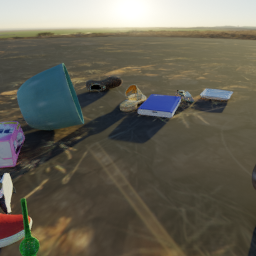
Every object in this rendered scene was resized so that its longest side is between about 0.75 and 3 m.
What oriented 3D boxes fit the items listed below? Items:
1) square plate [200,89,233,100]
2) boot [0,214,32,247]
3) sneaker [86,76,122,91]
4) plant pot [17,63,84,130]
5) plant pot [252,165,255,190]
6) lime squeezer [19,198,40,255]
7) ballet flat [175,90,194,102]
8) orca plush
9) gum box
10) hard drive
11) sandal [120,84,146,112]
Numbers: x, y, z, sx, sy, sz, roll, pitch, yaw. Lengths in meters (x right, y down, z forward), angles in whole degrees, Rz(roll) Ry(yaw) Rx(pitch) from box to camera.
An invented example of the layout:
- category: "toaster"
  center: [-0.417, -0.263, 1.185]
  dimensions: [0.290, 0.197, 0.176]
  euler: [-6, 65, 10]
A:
- category: "square plate"
  center: [4.837, -1.814, 15.271]
  dimensions: [1.524, 0.217, 1.510]
  euler: [11, 25, 25]
- category: "boot"
  center: [-2.913, 1.718, 5.603]
  dimensions: [1.804, 1.301, 0.653]
  euler: [-4, 21, -13]
- category: "sneaker"
  center: [-1.361, -2.440, 16.358]
  dimensions: [2.170, 0.764, 0.820]
  euler: [-9, 41, -9]
- category: "plant pot"
  center: [-3.038, -1.034, 10.862]
  dimensions: [1.977, 2.464, 2.464]
  euler: [-18, 25, -3]
- category: "plant pot"
  center: [3.810, 1.362, 6.195]
  dimensions: [1.738, 1.738, 1.721]
  euler: [-3, 15, -8]
- category: "lime squeezer"
  center: [-1.719, 2.331, 5.078]
  dimensions: [0.377, 0.705, 1.997]
  euler: [4, 48, -34]
- category: "ballet flat"
  center: [2.979, -1.734, 14.786]
  dimensions: [0.452, 0.447, 1.329]
  euler: [-15, 28, -32]
- category: "orca plush"
  center: [-2.898, 1.579, 6.496]
  dimensions: [0.361, 1.015, 0.534]
  euler: [-22, -10, 16]
- category: "gum box"
  center: [-4.788, 0.558, 8.765]
  dimensions: [2.829, 0.935, 1.605]
  euler: [-5, 24, -11]
- category: "hard drive"
  center: [1.571, -1.113, 13.501]
  dimensions: [1.578, 0.303, 2.392]
  euler: [8, 24, 17]
- category: "sandal"
  center: [0.293, -1.699, 14.065]
  dimensions: [1.041, 0.934, 2.840]
  euler: [6, 23, 16]
